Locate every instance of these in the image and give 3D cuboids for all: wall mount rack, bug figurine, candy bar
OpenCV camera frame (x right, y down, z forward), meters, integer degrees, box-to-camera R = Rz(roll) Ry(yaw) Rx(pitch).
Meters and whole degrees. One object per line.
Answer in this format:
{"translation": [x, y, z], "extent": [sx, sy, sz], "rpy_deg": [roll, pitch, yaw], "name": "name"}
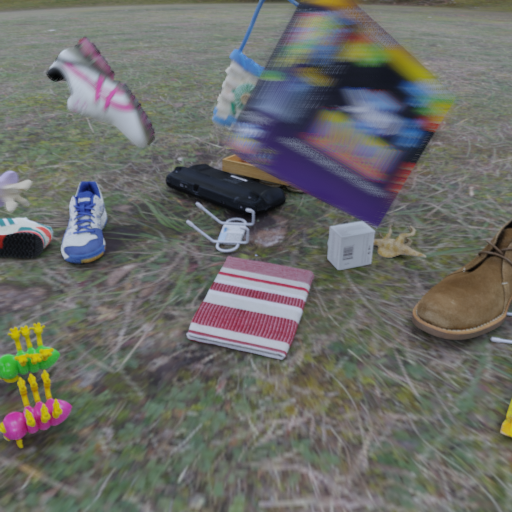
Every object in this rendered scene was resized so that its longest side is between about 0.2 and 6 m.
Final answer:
{"translation": [4.389, 1.033, 8.955], "extent": [1.183, 0.508, 1.362], "rpy_deg": [-32, 15, 30], "name": "wall mount rack"}
{"translation": [-3.557, 1.887, 7.336], "extent": [2.068, 0.686, 2.666], "rpy_deg": [-13, 33, -22], "name": "bug figurine"}
{"translation": [3.826, 1.876, 7.798], "extent": [0.494, 0.219, 1.980], "rpy_deg": [20, 35, 23], "name": "candy bar"}
{"translation": [-0.719, -0.654, 11.706], "extent": [1.279, 0.549, 1.471], "rpy_deg": [4, 30, 7], "name": "wall mount rack"}

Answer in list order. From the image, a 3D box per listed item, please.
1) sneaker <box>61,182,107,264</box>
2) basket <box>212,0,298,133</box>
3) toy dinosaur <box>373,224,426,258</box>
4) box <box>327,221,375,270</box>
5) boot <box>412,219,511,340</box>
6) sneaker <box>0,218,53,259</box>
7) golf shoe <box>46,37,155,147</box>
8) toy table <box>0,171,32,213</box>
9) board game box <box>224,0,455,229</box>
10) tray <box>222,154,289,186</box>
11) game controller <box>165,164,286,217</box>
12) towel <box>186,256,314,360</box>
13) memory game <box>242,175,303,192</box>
{"translation": [-3.541, -0.737, 11.390], "extent": [0.874, 1.024, 2.323], "rpy_deg": [-5, 32, -11], "name": "sneaker"}
{"translation": [0.638, -3.392, 11.097], "extent": [2.484, 2.817, 1.960], "rpy_deg": [31, 12, 4], "name": "basket"}
{"translation": [2.849, -0.206, 11.207], "extent": [1.633, 0.475, 0.826], "rpy_deg": [20, 51, 42], "name": "toy dinosaur"}
{"translation": [1.813, -0.201, 10.755], "extent": [0.749, 0.745, 0.490], "rpy_deg": [-11, 33, -17], "name": "box"}
{"translation": [3.893, 0.223, 9.434], "extent": [3.601, 1.359, 1.326], "rpy_deg": [-25, 38, -34], "name": "boot"}
{"translation": [-5.065, -0.422, 11.292], "extent": [1.958, 0.689, 0.915], "rpy_deg": [5, 23, 4], "name": "sneaker"}
{"translation": [-2.962, -2.955, 10.831], "extent": [1.178, 0.928, 2.557], "rpy_deg": [-39, 78, -5], "name": "golf shoe"}
{"translation": [-4.262, -1.106, 9.766], "extent": [0.419, 0.715, 0.657], "rpy_deg": [20, -10, 10], "name": "toy table"}
{"translation": [1.448, -2.191, 9.036], "extent": [3.198, 2.643, 0.907], "rpy_deg": [20, 13, -39], "name": "board game box"}
{"translation": [0.190, -2.196, 14.012], "extent": [1.888, 0.350, 0.931], "rpy_deg": [18, 30, 26], "name": "tray"}
{"translation": [-0.753, -1.619, 13.446], "extent": [2.953, 0.622, 1.540], "rpy_deg": [24, 24, 33], "name": "game controller"}
{"translation": [-0.031, 0.824, 9.545], "extent": [1.670, 0.264, 2.318], "rpy_deg": [10, 34, 12], "name": "towel"}
{"translation": [1.297, -2.472, 15.056], "extent": [3.539, 0.225, 3.539], "rpy_deg": [0, 30, 0], "name": "memory game"}
